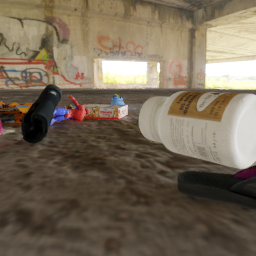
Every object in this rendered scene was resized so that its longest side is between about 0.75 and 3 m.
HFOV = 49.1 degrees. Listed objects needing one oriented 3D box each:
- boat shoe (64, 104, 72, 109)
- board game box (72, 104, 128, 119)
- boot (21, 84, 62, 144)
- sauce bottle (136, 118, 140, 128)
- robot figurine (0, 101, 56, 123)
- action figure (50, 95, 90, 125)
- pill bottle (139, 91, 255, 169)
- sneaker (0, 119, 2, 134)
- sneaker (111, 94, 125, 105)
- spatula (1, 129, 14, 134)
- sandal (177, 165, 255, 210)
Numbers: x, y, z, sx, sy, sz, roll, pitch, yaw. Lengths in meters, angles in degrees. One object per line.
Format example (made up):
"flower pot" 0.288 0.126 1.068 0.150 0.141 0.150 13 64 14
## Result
"boat shoe" -2.982 -0.925 13.963 0.501 0.490 1.326 -4 11 -22
"board game box" -1.279 -0.808 13.233 2.215 0.513 1.678 3 11 15
"boot" -2.729 -0.154 8.300 0.781 2.046 1.719 30 37 -17
"sauce bottle" 0.816 -0.268 10.532 0.432 0.432 1.334 7 12 36
"robot figurine" -4.471 -0.663 11.443 2.971 0.865 2.154 -3 8 -16
"action figure" -2.767 -0.701 11.358 2.520 0.822 1.247 -8 34 -40
"pill bottle" 1.564 -0.087 6.456 1.517 1.517 2.653 -9 13 -40
"sneaker" -4.841 0.035 7.895 2.253 0.917 0.994 -1 3 -36
"sneaker" -0.564 -1.580 16.547 0.755 0.898 2.290 -2 9 3
"spatula" -4.299 0.126 9.429 0.805 0.065 0.560 3 16 20
"sandal" 1.926 0.808 4.149 2.392 0.572 0.899 4 11 19
